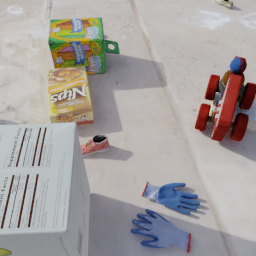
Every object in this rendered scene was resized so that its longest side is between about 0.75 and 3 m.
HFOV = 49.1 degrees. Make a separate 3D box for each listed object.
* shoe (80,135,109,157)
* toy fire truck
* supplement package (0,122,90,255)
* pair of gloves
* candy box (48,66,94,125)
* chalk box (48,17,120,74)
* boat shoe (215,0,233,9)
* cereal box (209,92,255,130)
[{"bbox_3d":[-1.025,0.464,7.576,1.044,0.475,0.373,-11,51,-9],"label":"shoe"},{"bbox_3d":[2.712,-0.827,7.451,1.334,1.998,2.380,17,75,13],"label":"toy fire truck"},{"bbox_3d":[-2.230,1.515,5.258,2.765,2.644,2.033,-2,50,-2],"label":"supplement package"},{"bbox_3d":[0.892,1.970,6.502,1.403,0.199,1.745,15,52,10],"label":"pair of gloves"},{"bbox_3d":[-1.817,-1.018,8.739,1.242,0.595,2.152,-8,50,-8],"label":"candy box"},{"bbox_3d":[-1.456,-2.841,9.744,2.297,1.423,1.433,-6,51,-5],"label":"chalk box"},{"bbox_3d":[4.498,-5.881,13.018,0.368,0.337,0.985,-32,57,-24],"label":"boat shoe"},{"bbox_3d":[3.562,-0.637,8.566,1.904,0.376,1.370,17,52,14],"label":"cereal box"}]
